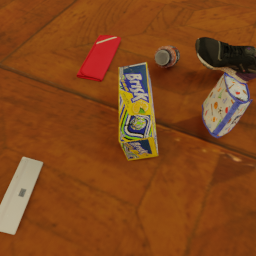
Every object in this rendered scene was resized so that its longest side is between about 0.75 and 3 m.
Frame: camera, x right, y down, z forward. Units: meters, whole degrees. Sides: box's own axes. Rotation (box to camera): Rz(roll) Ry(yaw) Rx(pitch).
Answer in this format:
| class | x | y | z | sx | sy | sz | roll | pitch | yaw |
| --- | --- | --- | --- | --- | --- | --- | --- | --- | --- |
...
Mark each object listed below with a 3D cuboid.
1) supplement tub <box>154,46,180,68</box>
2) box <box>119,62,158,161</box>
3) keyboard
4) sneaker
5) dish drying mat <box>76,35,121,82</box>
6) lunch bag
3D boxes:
| class | x | y | z | sx | sy | sz | roll | pitch | yaw |
| --- | --- | --- | --- | --- | --- | --- | --- | --- | --- |
| supplement tub | 1.248 | -2.307 | 9.038 | 0.687 | 0.687 | 1.284 | 19 | 22 | 15 |
| box | 0.251 | -0.531 | 7.550 | 0.853 | 0.929 | 2.652 | -9 | 52 | 9 |
| keyboard | -2.530 | 1.492 | 6.512 | 0.528 | 0.100 | 1.875 | 22 | 47 | -14 |
| sneaker | 3.136 | -2.176 | 8.192 | 2.545 | 1.114 | 0.964 | 14 | 70 | -30 |
| dish drying mat | -0.975 | -2.532 | 9.844 | 0.913 | 0.216 | 2.378 | 12 | 52 | 8 |
| lunch bag | 2.439 | -0.518 | 6.971 | 0.844 | 1.159 | 1.364 | 25 | 34 | 0 |
